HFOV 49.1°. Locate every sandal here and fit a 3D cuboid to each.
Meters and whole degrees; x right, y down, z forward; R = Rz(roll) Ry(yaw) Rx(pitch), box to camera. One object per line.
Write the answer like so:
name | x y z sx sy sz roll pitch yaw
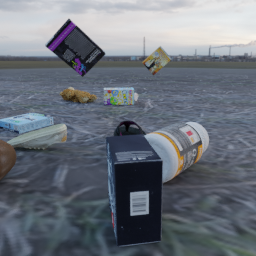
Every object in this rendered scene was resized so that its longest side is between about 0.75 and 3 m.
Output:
sandal | 0.073 0.211 7.822 0.971 0.618 2.584 -1 15 -2

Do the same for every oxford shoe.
oxford shoe | -2.493 0.350 7.623 1.847 0.533 0.694 -13 16 10

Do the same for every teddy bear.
teddy bear | -2.659 -1.783 15.032 1.571 0.724 2.167 -8 17 -35

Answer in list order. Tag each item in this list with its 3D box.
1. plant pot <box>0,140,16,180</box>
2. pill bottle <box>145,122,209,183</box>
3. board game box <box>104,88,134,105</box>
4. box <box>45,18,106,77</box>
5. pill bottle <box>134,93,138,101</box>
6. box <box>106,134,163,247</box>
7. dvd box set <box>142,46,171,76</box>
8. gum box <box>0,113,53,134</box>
plant pot | -2.843 0.652 5.403 1.300 1.300 1.391 3 2 12
pill bottle | 1.033 0.443 6.167 1.029 1.029 1.769 12 20 38
board game box | -0.468 -1.621 14.273 1.514 0.780 0.794 -1 15 -4
box | -2.161 -3.299 11.731 2.059 1.472 0.372 39 19 -33
pill bottle | 0.110 -1.723 15.307 0.786 0.443 0.443 10 18 31
box | 0.054 0.863 4.212 0.655 1.258 1.146 -3 15 -8
dvd box set | 1.118 -2.596 10.830 0.942 0.689 0.139 -40 22 11
gum box | -3.610 -0.206 9.930 1.222 0.321 1.439 11 18 34
